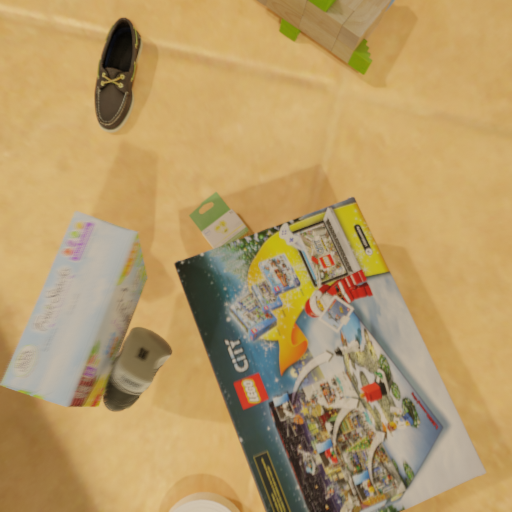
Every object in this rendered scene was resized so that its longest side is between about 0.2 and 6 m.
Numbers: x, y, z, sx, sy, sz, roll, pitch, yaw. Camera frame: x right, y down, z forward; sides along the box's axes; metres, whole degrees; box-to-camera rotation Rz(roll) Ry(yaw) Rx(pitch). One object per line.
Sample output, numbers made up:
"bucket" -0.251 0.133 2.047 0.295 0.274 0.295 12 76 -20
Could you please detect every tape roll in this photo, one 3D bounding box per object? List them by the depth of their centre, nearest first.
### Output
"tape roll" -0.943 5.116 9.973 1.629 0.570 1.629 0 80 0

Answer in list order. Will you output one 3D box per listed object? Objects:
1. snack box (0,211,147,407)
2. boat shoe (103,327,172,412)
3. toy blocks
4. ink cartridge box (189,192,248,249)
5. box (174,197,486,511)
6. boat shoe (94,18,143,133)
"snack box" -2.356 0.907 7.861 0.910 2.690 2.269 19 72 -4
"boat shoe" -1.789 1.613 8.204 0.722 2.042 0.650 35 98 -3
"toy blocks" 1.562 -5.576 11.379 3.296 1.647 2.253 37 72 4
"ink cartridge box" -0.769 -0.675 11.093 0.779 0.257 1.070 -37 84 -5
"box" 0.979 1.702 8.692 3.136 0.865 4.592 -20 75 -7
"boat shoe" -2.857 -3.673 11.349 0.814 0.688 2.284 8 81 1
